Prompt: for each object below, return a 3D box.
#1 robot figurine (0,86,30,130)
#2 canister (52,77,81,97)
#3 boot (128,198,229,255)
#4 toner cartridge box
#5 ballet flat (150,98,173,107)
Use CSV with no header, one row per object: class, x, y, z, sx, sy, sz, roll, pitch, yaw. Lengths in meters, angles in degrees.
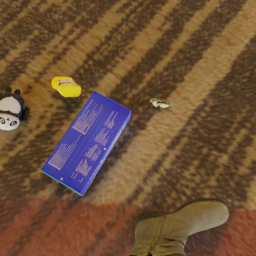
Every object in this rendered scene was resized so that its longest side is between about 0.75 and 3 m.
robot figurine,-3.708,-0.599,8.716,0.999,0.830,1.330,2,72,11
canister,-1.928,-1.295,8.790,0.668,0.389,0.899,-5,28,-33
boot,1.323,2.716,6.931,2.638,1.723,0.893,-16,106,12
toner cartridge box,-1.182,0.415,8.398,1.363,0.619,2.869,29,73,8
ballet flat,1.049,-0.793,8.998,0.773,0.262,0.291,7,49,16
